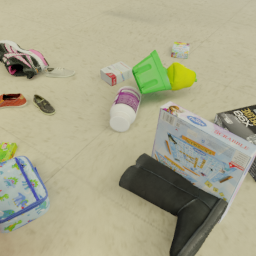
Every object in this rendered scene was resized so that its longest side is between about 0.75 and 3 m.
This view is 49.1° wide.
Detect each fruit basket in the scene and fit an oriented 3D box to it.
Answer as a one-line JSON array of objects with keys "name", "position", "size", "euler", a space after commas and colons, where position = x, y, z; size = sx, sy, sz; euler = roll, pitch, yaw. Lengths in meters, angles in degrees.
[{"name": "fruit basket", "position": [1.363, -2.044, 10.454], "size": [2.351, 1.696, 2.351], "euler": [-23, 7, 3]}]

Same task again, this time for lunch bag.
[{"name": "lunch bag", "position": [-3.108, 1.711, 7.691], "size": [1.558, 0.799, 1.938], "euler": [-22, 48, -26]}]

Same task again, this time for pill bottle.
[{"name": "pill bottle", "position": [-0.123, -0.686, 10.124], "size": [0.954, 0.954, 1.700], "euler": [8, 43, 9]}]

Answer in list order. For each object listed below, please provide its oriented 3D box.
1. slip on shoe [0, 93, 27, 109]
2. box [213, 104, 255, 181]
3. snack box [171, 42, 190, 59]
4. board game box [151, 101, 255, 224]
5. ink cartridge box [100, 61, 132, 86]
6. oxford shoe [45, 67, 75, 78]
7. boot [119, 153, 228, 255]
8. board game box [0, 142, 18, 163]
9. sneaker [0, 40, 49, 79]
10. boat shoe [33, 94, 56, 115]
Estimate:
[{"name": "slip on shoe", "position": [-4.855, -1.076, 10.844], "size": [1.791, 0.548, 0.664], "euler": [-3, 45, -1]}, {"name": "box", "position": [4.428, 0.354, 9.196], "size": [2.124, 0.670, 2.693], "euler": [-12, 45, -12]}, {"name": "snack box", "position": [2.646, -3.910, 14.052], "size": [0.824, 0.307, 1.159], "euler": [9, 44, 10]}, {"name": "board game box", "position": [1.740, 0.902, 7.307], "size": [2.459, 2.453, 0.506], "euler": [33, 45, 29]}, {"name": "ink cartridge box", "position": [-0.502, -2.393, 12.298], "size": [1.153, 0.477, 0.840], "euler": [-28, 50, -27]}, {"name": "oxford shoe", "position": [-3.046, -2.508, 12.502], "size": [1.339, 0.387, 0.503], "euler": [-1, 40, -4]}, {"name": "boot", "position": [0.781, 1.833, 6.843], "size": [2.574, 0.845, 2.122], "euler": [31, 42, 29]}, {"name": "board game box", "position": [-3.970, 0.896, 8.947], "size": [0.510, 0.239, 1.005], "euler": [2, 43, 2]}, {"name": "sneaker", "position": [-5.117, -3.010, 12.523], "size": [2.980, 1.197, 1.287], "euler": [17, 56, 25]}, {"name": "boat shoe", "position": [-3.262, -0.910, 10.760], "size": [1.241, 0.408, 0.443], "euler": [33, 52, 30]}]
